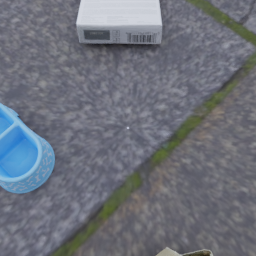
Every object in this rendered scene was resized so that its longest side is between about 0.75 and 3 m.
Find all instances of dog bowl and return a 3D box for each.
[{"bbox_3d":[-2.972,0.357,6.691,2.649,0.657,1.476,40,73,16],"label":"dog bowl"}]

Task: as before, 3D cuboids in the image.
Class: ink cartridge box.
[{"bbox_3d":[-0.210,-3.682,8.517,2.348,0.824,2.889,0,50,0],"label":"ink cartridge box"}]

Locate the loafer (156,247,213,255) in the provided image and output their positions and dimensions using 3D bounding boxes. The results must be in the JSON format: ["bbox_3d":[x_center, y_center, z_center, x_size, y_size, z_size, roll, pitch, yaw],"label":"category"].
[{"bbox_3d":[0.685,2.658,5.196,2.290,0.866,0.782,6,80,-22],"label":"loafer"}]
